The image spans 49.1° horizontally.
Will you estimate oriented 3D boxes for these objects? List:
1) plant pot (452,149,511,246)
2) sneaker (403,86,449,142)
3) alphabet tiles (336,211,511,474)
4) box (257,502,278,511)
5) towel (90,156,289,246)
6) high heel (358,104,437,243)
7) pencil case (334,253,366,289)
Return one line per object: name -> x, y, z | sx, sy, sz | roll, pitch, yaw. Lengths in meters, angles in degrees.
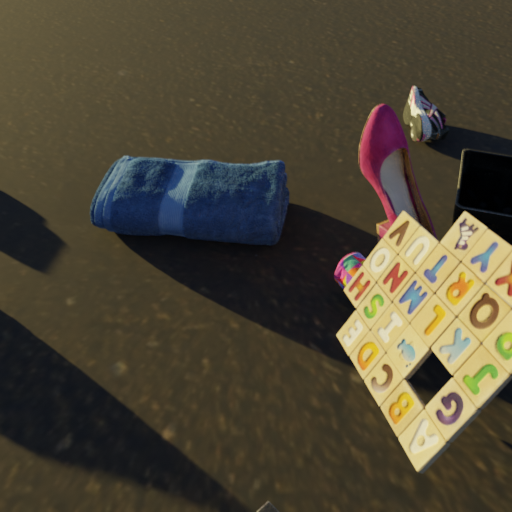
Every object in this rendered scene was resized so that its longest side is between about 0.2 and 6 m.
plant pot -> 4.259, -0.526, 9.600 | 1.865, 1.659, 1.870 | 12, 42, 15
sneaker -> 4.182, -3.388, 13.723 | 0.846, 0.787, 1.959 | 7, 50, -6
alphabet tiles -> 2.140, 0.686, 7.130 | 0.115, 2.556, 3.058 | 24, 20, -27
box -> -0.041, 3.257, 5.726 | 1.001, 1.009, 0.622 | -30, 49, -31
towel -> -1.219, -1.145, 10.896 | 3.649, 0.886, 2.037 | 6, 42, 6
high heel -> 2.392, -1.010, 8.892 | 0.917, 2.724, 1.306 | -22, 31, -23
pencil case -> 1.950, 0.599, 8.938 | 0.681, 0.681, 1.540 | -27, 53, -28
